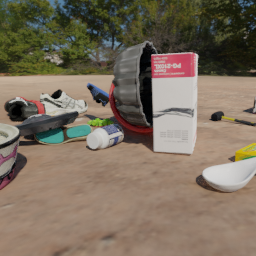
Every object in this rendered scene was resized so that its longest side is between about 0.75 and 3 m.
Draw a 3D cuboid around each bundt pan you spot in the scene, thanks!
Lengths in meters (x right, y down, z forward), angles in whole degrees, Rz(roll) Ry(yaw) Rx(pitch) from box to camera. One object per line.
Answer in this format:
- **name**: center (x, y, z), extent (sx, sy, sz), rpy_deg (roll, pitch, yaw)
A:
- **bundt pan**: center (0.292, -1.292, 8.675), extent (0.985, 2.624, 2.624), rpy_deg (-1, 12, 22)

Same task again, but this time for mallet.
- **mallet**: center (4.571, -0.378, 12.044), extent (1.888, 0.389, 0.622), rpy_deg (15, 25, 35)

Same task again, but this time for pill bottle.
- **pill bottle**: center (-0.707, 0.279, 8.634), extent (0.642, 0.642, 1.157), rpy_deg (9, 16, 34)

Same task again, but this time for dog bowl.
- **dog bowl**: center (-3.803, 0.707, 5.961), extent (2.947, 1.086, 2.947), rpy_deg (0, 14, 0)

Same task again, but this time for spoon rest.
- **spoon rest**: center (2.503, 0.960, 6.012), extent (1.887, 0.572, 0.937), rpy_deg (-3, 14, -16)

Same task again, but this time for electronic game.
- **electronic game**: center (-3.013, -0.162, 9.390), extent (2.765, 0.575, 2.765), rpy_deg (-13, 6, 1)

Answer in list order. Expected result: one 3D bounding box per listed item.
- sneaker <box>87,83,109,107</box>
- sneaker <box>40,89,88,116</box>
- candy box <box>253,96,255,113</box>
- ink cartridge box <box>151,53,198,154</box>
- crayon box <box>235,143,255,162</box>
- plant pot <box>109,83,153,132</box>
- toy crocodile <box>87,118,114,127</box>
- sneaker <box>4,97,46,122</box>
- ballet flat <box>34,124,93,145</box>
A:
- **sneaker**: center (-1.308, -1.386, 11.569), extent (1.469, 0.572, 0.515), rpy_deg (34, 3, 38)
- **sneaker**: center (-3.074, -1.300, 13.848), extent (1.083, 1.255, 2.862), rpy_deg (7, 14, 35)
- **candy box**: center (7.916, -1.072, 13.616), extent (2.902, 0.885, 1.979), rpy_deg (12, 18, 40)
- **ink cartridge box**: center (1.484, -0.817, 8.579), extent (1.183, 2.804, 2.030), rpy_deg (2, 13, 17)
- **crayon box**: center (3.551, 0.739, 7.373), extent (1.152, 0.336, 0.994), rpy_deg (-13, 19, -42)
- **plant pot**: center (0.651, -1.226, 10.940), extent (2.546, 2.546, 2.319), rpy_deg (1, 8, 4)
- **toy crocodile**: center (-1.099, -0.186, 11.290), extent (1.144, 0.353, 0.386), rpy_deg (0, 14, 18)
- **sneaker**: center (-4.976, -0.868, 12.640), extent (2.686, 0.949, 1.312), rpy_deg (12, 16, 36)
- **ballet flat**: center (-2.090, 0.231, 9.191), extent (1.844, 0.641, 0.641), rpy_deg (-3, 14, -15)
